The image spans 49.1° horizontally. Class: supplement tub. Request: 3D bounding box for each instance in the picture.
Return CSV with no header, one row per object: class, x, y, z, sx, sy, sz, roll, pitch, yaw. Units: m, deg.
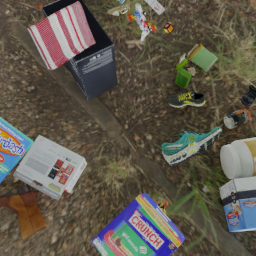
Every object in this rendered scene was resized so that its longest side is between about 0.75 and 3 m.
supplement tub,4.562,1.088,10.149,2.031,1.467,1.467,-9,67,-3
supplement tub,4.392,-0.386,11.265,0.921,0.565,0.565,-22,69,-9

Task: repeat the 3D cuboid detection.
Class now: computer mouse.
computer mouse,5.166,-1.254,11.802,1.197,0.316,0.829,-36,69,-26

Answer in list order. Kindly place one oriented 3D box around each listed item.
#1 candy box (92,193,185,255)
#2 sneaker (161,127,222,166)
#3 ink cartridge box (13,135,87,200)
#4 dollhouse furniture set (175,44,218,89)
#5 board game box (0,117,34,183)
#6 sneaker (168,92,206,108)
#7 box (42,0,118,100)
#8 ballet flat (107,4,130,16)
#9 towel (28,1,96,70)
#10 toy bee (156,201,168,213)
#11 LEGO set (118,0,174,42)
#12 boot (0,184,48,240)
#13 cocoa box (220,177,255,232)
candy box,0.320,3.575,8.979,2.289,0.882,1.936,-46,73,9
sneaker,2.463,0.490,10.732,2.510,0.973,1.000,-23,61,-9
ink cartridge box,-2.835,1.508,10.315,1.987,0.833,1.744,26,70,10
dollhouse furniture set,2.932,-2.855,12.117,1.179,0.911,2.359,38,72,14
board game box,-3.806,0.697,7.472,1.555,0.460,2.045,41,77,-21
sneaker,2.440,-1.259,11.575,1.584,0.670,0.590,-3,66,-1
box,-1.829,-3.176,11.273,1.551,2.712,2.979,-28,70,-11
ballet flat,-0.424,-5.698,13.614,1.169,0.412,0.382,-23,83,-6
towel,-1.982,-2.892,8.779,0.224,1.421,1.973,17,50,43
toy bee,1.114,2.858,9.696,0.752,0.906,1.384,-25,72,-1
LEGO set,0.285,-4.234,9.987,2.850,2.129,0.699,40,85,-14
boot,-3.911,3.097,9.927,1.627,0.592,1.728,-22,76,-17
cocoa box,4.640,2.529,9.448,2.431,1.621,1.595,-6,67,-2
